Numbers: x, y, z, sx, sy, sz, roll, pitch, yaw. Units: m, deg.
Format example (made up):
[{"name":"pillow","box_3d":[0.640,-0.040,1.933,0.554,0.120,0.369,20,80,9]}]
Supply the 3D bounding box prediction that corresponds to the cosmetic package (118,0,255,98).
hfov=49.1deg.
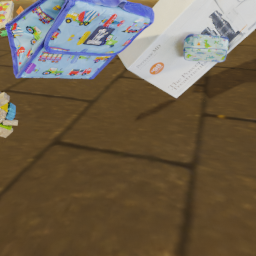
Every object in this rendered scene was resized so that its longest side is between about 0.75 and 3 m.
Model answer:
[{"name":"cosmetic package","box_3d":[1.448,-2.083,5.991,2.166,2.873,0.742,19,36,-49]}]

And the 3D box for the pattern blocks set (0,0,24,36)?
[{"name":"pattern blocks set","box_3d":[-3.852,-3.445,8.482,1.499,0.138,1.705,-15,67,5]}]

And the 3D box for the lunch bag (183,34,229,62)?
[{"name":"lunch bag","box_3d":[1.482,-1.518,5.399,0.824,0.340,0.662,7,-10,15]}]

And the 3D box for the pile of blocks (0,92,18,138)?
[{"name":"pile of blocks","box_3d":[-1.923,-0.247,4.391,0.392,0.954,0.296,6,50,-26]}]

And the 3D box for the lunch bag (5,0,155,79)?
[{"name":"lunch bag","box_3d":[-0.610,-1.328,3.754,1.340,0.837,1.780,-8,-6,-43]}]
